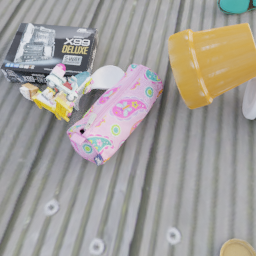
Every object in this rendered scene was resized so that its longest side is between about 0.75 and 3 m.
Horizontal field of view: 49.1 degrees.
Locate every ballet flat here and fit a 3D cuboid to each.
[{"bbox_3d":[4.254,-4.649,10.085,2.462,0.829,0.866,-10,37,-5],"label":"ballet flat"}]

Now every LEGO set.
[{"bbox_3d":[-1.775,-0.995,7.380,1.318,2.864,1.066,48,68,-25],"label":"LEGO set"}]

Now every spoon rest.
[{"bbox_3d":[-0.880,-1.249,8.224,1.848,0.560,0.918,-39,68,-18],"label":"spoon rest"}]

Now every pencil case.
[{"bbox_3d":[-0.298,-0.408,7.368,1.285,1.285,2.939,33,65,17],"label":"pencil case"}]

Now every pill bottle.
[{"bbox_3d":[4.535,-0.691,7.424,2.533,1.410,1.410,11,61,6],"label":"pill bottle"}]

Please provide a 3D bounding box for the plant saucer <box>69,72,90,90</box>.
[{"bbox_3d":[-1.341,-1.248,7.594,0.766,0.105,0.766,-22,37,18],"label":"plant saucer"}]

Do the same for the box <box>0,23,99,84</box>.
[{"bbox_3d":[-2.328,-2.294,8.742,2.560,0.637,2.019,6,60,4],"label":"box"}]

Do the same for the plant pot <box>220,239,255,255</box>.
[{"bbox_3d":[2.432,2.888,6.169,0.833,0.114,0.833,0,61,-1],"label":"plant pot"}]

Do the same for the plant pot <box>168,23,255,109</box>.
[{"bbox_3d":[2.244,-1.682,7.107,1.852,2.023,2.023,-15,58,24],"label":"plant pot"}]
